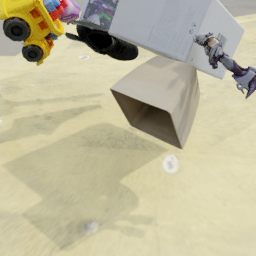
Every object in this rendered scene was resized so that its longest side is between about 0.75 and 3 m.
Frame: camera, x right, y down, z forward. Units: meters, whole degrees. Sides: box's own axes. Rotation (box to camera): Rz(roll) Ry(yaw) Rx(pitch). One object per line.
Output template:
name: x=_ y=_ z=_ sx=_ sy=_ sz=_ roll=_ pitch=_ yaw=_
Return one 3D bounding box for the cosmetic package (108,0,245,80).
cosmetic package: x=1.272 y=-2.465 z=7.142 sx=2.393 sy=1.471 sz=2.385 roll=30 pitch=17 yaw=33

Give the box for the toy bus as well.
toy bus: x=-2.088 y=-2.544 z=6.780 sx=1.546 sy=1.611 sz=1.093 roll=-24 pitch=51 yaw=2

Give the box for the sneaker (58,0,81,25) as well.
sneaker: x=-2.367 y=-4.016 z=9.804 sx=1.032 sy=0.939 sz=2.334 roll=5 pitch=10 yaw=-33

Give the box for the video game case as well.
video game case: x=-0.277 y=-4.420 z=10.084 sx=2.371 sy=2.608 sz=0.305 roll=18 pitch=15 yaw=-20

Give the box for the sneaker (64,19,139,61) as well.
sneaker: x=-0.675 y=-2.643 z=8.768 sx=2.791 sy=0.838 sz=1.456 roll=19 pitch=22 yaw=-30

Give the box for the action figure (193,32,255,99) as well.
action figure: x=1.833 y=-1.276 z=5.327 sx=1.572 sy=0.545 sz=1.023 roll=43 pitch=25 yaw=9

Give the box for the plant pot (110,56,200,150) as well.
plant pot: x=0.755 y=-0.648 z=5.924 sx=1.464 sy=1.462 sz=1.296 roll=26 pitch=71 yaw=32
